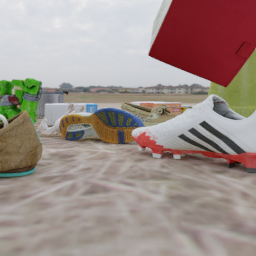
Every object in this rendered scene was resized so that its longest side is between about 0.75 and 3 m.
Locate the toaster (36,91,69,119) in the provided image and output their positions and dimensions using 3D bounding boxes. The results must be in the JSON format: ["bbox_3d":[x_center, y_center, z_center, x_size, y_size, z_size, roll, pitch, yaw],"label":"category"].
[{"bbox_3d":[-3.607,-1.063,12.703,1.882,1.216,1.069,-2,7,-16],"label":"toaster"}]

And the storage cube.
[{"bbox_3d":[2.050,-2.863,7.352,2.335,2.598,2.220,20,43,-8],"label":"storage cube"}]

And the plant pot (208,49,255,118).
[{"bbox_3d":[4.284,-1.570,10.822,2.873,2.641,2.873,-1,6,0],"label":"plant pot"}]

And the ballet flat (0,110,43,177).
[{"bbox_3d":[-2.226,0.125,2.941,2.546,0.921,0.864,-3,12,-21],"label":"ballet flat"}]

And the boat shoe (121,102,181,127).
[{"bbox_3d":[0.684,-0.431,8.934,2.429,0.761,0.890,4,7,35],"label":"boat shoe"}]

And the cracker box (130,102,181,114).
[{"bbox_3d":[1.123,-0.794,12.390,1.739,0.749,2.596,-1,7,-9],"label":"cracker box"}]

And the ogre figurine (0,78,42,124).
[{"bbox_3d":[-3.037,-0.591,7.535,2.325,1.394,1.140,4,3,26],"label":"ogre figurine"}]

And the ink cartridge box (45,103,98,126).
[{"bbox_3d":[-1.952,-0.476,9.576,1.706,0.733,1.249,0,6,-15],"label":"ink cartridge box"}]

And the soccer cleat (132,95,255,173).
[{"bbox_3d":[0.994,-0.005,4.062,2.239,0.954,0.768,6,9,43],"label":"soccer cleat"}]

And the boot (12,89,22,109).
[{"bbox_3d":[-4.838,-0.693,10.441,2.066,1.021,2.662,-17,37,-15],"label":"boot"}]

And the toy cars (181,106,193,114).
[{"bbox_3d":[3.409,-0.744,13.365,2.271,0.503,1.018,3,5,-3],"label":"toy cars"}]

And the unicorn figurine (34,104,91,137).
[{"bbox_3d":[-1.484,-0.125,6.709,1.439,0.988,0.531,23,24,-44],"label":"unicorn figurine"}]

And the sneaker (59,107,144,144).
[{"bbox_3d":[-0.497,-0.098,6.025,1.941,0.730,0.855,3,7,24],"label":"sneaker"}]
